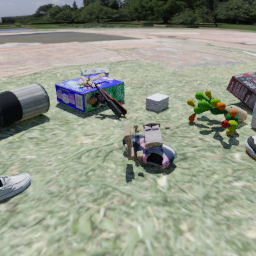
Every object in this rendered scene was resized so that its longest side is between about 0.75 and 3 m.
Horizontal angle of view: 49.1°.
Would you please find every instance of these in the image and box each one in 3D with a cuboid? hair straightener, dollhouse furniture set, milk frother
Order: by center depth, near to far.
[{"bbox_3d":[0.621,0.240,8.367,1.432,0.699,1.221,-7,49,4],"label":"dollhouse furniture set"},{"bbox_3d":[-4.869,-1.469,11.464,2.194,2.431,2.286,13,27,34],"label":"milk frother"},{"bbox_3d":[-0.972,-1.212,12.135,2.075,0.425,0.799,48,45,11],"label":"hair straightener"}]

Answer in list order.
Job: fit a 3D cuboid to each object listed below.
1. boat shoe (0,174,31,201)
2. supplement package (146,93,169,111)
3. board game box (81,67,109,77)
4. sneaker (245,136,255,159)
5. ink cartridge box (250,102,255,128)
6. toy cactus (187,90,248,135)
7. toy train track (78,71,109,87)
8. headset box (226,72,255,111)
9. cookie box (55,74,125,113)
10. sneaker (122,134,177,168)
[{"bbox_3d":[-3.263,1.500,7.352,1.513,0.497,0.545,-23,33,-40],"label":"boat shoe"},{"bbox_3d":[1.377,-1.223,13.149,0.718,0.511,0.922,21,31,36],"label":"supplement package"},{"bbox_3d":[-1.889,-2.765,15.673,1.514,1.117,0.487,-12,53,-25],"label":"board game box"},{"bbox_3d":[4.706,0.644,8.433,0.995,1.153,2.631,-12,26,-21],"label":"sneaker"},{"bbox_3d":[5.790,-1.154,10.884,1.689,2.324,1.017,-21,36,-39],"label":"ink cartridge box"},{"bbox_3d":[3.751,-0.555,11.223,2.346,1.454,2.843,11,17,-23],"label":"toy cactus"},{"bbox_3d":[-1.590,-2.416,13.169,1.032,0.293,1.800,36,48,28],"label":"toy train track"},{"bbox_3d":[5.924,-1.777,13.176,1.669,0.842,2.246,-14,48,-28],"label":"headset box"},{"bbox_3d":[-1.827,-1.790,13.775,2.244,0.986,2.623,22,33,38],"label":"cookie box"},{"bbox_3d":[0.526,0.712,8.803,1.898,0.666,0.778,15,32,27],"label":"sneaker"}]
